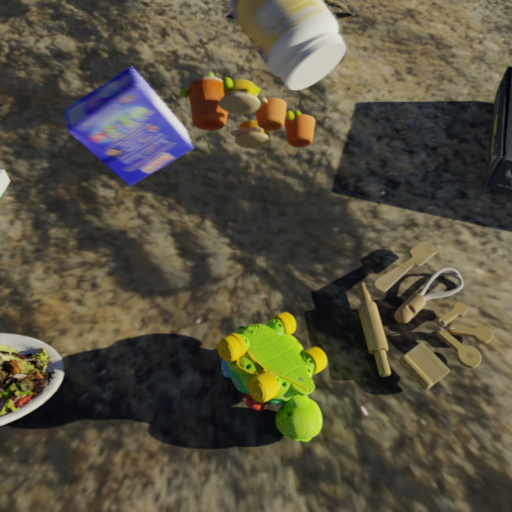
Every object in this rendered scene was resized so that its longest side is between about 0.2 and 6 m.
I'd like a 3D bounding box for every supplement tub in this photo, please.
[{"bbox_3d":[0.533,-3.933,9.535,1.353,1.353,1.861,-28,80,-19],"label":"supplement tub"}]

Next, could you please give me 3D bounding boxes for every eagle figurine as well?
[{"bbox_3d":[2.040,-6.715,14.770,1.058,0.803,0.798,-8,34,0],"label":"eagle figurine"}]

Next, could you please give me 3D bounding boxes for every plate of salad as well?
[{"bbox_3d":[-4.137,1.663,8.096,2.567,0.617,2.567,5,21,-2],"label":"plate of salad"}]

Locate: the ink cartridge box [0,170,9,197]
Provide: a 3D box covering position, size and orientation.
[{"bbox_3d":[-5.462,-1.425,11.110,0.848,0.358,0.620,7,54,5],"label":"ink cartridge box"}]

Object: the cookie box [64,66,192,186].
[{"bbox_3d":[-2.051,-2.054,9.161,1.357,1.586,0.596,-28,53,12],"label":"cookie box"}]

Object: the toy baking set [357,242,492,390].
[{"bbox_3d":[2.724,0.966,9.452,2.065,0.313,2.690,-7,55,-9],"label":"toy baking set"}]

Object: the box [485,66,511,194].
[{"bbox_3d":[6.779,-2.266,11.329,3.816,0.973,3.009,15,57,10],"label":"box"}]

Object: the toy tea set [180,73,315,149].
[{"bbox_3d":[-0.036,-2.098,7.897,1.217,2.047,0.758,-9,76,37],"label":"toy tea set"}]

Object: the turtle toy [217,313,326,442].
[{"bbox_3d":[0.277,1.824,8.339,1.446,1.003,1.985,-17,55,-41],"label":"turtle toy"}]
